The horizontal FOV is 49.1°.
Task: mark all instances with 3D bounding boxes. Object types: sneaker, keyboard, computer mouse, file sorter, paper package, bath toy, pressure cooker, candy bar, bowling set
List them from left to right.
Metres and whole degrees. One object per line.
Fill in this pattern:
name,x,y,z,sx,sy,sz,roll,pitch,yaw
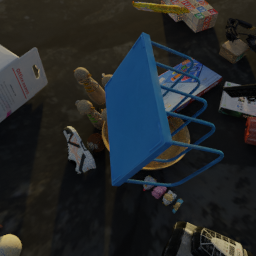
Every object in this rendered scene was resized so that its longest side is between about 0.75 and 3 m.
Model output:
sneaker,-1.487,0.586,7.766,0.615,0.566,1.536,-28,60,-16
bowling set,-0.570,-0.394,7.614,2.833,1.521,1.972,14,67,32
file sorter,0.564,-0.218,5.113,1.376,1.556,2.242,12,53,-27
candy bar,0.907,-3.499,8.155,1.839,0.204,0.458,22,16,32
bath toy,0.832,1.666,7.130,1.137,0.494,0.420,34,85,26
pressure cooker,1.589,3.024,5.358,2.134,1.906,1.877,22,71,16
paper package,3.857,-2.830,10.151,0.805,0.417,0.767,-35,62,-22
computer mouse,4.763,-3.044,10.126,2.943,0.677,2.066,18,41,-1
keyboard,3.118,-0.763,6.505,1.622,0.844,0.321,2,78,46

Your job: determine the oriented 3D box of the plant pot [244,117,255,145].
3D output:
plant pot,3.864,0.116,7.889,0.989,1.017,1.017,8,56,16

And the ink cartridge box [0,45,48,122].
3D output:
ink cartridge box,-3.928,-1.215,8.275,0.996,1.691,2.936,34,62,19

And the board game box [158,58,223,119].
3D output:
board game box,1.677,-1.362,9.066,2.712,0.264,1.396,-33,61,-27

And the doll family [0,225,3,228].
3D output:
doll family,-3.719,2.499,6.470,1.666,0.654,0.963,-4,52,-9

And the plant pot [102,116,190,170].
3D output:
plant pot,0.495,0.227,7.971,2.468,0.339,2.468,3,47,-3

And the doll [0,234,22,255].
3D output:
doll,-3.539,2.935,5.786,2.840,0.688,1.938,-22,89,-2

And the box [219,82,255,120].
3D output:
box,3.790,-0.792,8.862,1.625,0.295,1.173,16,57,12

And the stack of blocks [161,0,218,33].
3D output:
stack of blocks,2.428,-4.817,11.351,1.252,0.637,2.175,-23,60,-15
